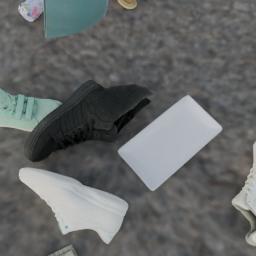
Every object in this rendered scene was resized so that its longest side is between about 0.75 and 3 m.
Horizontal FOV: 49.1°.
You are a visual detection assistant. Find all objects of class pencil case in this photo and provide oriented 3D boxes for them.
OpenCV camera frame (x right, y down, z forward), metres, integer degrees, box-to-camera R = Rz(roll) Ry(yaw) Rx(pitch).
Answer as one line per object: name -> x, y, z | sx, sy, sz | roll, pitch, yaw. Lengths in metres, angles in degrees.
pencil case -> -2.657, -3.685, 8.195 | 0.499, 0.545, 1.201 | 13, 61, 44

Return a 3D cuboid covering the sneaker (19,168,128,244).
sneaker -> -1.319, 1.638, 5.957 | 2.486, 0.935, 1.100 | 21, 83, 8

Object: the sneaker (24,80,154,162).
sneaker -> -0.869, -0.080, 6.568 | 1.557, 0.896, 2.985 | 34, 69, 16

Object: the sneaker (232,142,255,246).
sneaker -> 2.850, 1.356, 6.010 | 1.202, 0.943, 2.420 | 0, 67, 4

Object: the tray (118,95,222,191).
tray -> 1.028, 0.316, 6.758 | 2.344, 0.260, 1.259 | -38, 72, -14

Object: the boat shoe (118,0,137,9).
boat shoe -> -0.157, -4.172, 8.438 | 0.499, 0.448, 1.349 | -27, 71, -10

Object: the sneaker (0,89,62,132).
sneaker -> -2.638, -0.508, 6.522 | 2.210, 1.303, 0.813 | -2, 67, -2

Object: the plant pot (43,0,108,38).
plant pot -> -1.078, -2.769, 5.695 | 1.235, 1.834, 1.834 | -3, 68, -17

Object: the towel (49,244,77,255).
towel -> -1.421, 3.119, 5.677 | 1.082, 0.194, 1.124 | -27, 70, -10
